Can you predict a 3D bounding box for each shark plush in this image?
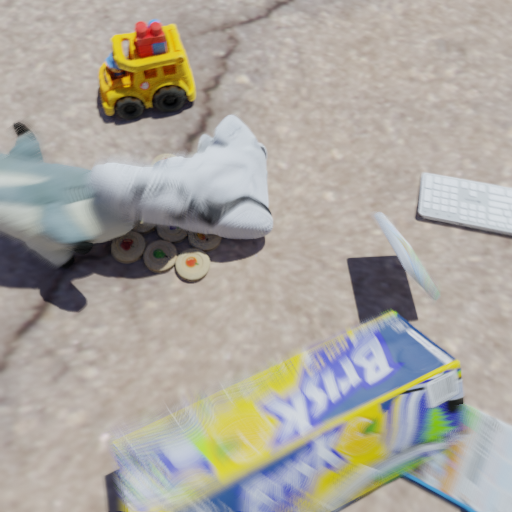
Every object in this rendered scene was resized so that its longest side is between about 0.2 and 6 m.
[{"bbox_3d":[-4.138,-1.370,9.422,4.389,1.994,1.828,26,70,-9],"label":"shark plush"}]

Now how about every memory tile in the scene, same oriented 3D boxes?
[{"bbox_3d":[-1.460,-0.801,10.648,1.938,0.212,2.528,16,64,7],"label":"memory tile"}]

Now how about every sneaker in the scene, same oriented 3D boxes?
[{"bbox_3d":[-1.158,-1.495,9.706,3.338,1.254,1.918,12,74,-30],"label":"sneaker"}]

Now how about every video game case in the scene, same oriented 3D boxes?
[{"bbox_3d":[3.147,3.053,8.749,2.070,0.184,1.481,26,67,12],"label":"video game case"},{"bbox_3d":[2.523,-0.002,9.344,0.143,1.181,1.297,-36,43,19],"label":"video game case"}]

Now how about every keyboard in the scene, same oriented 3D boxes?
[{"bbox_3d":[5.045,-0.828,10.678,3.820,0.204,1.075,12,64,5],"label":"keyboard"}]

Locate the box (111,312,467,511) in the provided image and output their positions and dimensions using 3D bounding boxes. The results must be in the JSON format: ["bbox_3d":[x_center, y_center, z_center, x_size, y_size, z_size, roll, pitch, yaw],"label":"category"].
[{"bbox_3d":[0.527,2.532,7.752,4.599,1.478,1.611,-22,28,-14],"label":"box"}]

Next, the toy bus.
[{"bbox_3d":[-2.328,-3.895,11.279,1.977,1.897,1.341,-14,66,-5],"label":"toy bus"}]
